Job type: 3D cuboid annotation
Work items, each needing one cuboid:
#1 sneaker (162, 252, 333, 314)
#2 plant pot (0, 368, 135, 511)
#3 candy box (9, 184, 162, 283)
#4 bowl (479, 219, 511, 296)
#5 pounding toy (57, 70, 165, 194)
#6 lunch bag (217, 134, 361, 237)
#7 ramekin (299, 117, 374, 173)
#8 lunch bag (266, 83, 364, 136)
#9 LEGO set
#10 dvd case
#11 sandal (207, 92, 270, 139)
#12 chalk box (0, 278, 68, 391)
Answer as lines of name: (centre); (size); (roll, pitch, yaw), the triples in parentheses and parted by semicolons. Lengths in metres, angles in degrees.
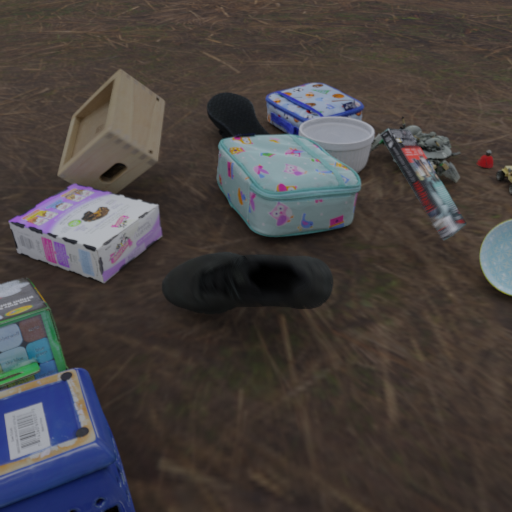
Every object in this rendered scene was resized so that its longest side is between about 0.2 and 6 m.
sneaker: (-0.230, 0.279, 6.971); (2.239, 0.850, 1.016); (-7, -9, 19)
plant pot: (-1.859, 1.832, 4.906); (1.313, 1.180, 1.313); (-15, 36, -22)
candy box: (-2.617, -0.415, 8.750); (1.757, 0.628, 1.474); (16, 37, 23)
bowl: (3.751, 0.076, 7.935); (1.115, 1.115, 0.600); (17, -6, 24)
pounding toy: (-2.529, -2.019, 10.114); (1.965, 1.397, 1.809); (-28, 47, 34)
lunch bag: (0.522, -1.357, 9.772); (2.052, 0.986, 2.559); (-9, 36, -19)
ramekin: (1.594, -2.180, 11.258); (1.482, 0.778, 1.482); (0, 34, 0)
lunch bag: (1.297, -3.261, 12.857); (1.770, 0.835, 2.209); (-19, 37, -23)
LEGO set: (3.733, -2.103, 11.031); (3.174, 0.899, 2.061); (4, 34, 6)
dvd case: (2.434, -1.070, 8.061); (1.693, 0.186, 1.236); (59, 30, 5)
sandal: (-0.361, -2.669, 12.235); (1.059, 0.674, 2.818); (-12, 48, -18)
chalk box: (-2.594, 1.059, 5.726); (1.100, 1.094, 1.768); (-17, 20, -25)
